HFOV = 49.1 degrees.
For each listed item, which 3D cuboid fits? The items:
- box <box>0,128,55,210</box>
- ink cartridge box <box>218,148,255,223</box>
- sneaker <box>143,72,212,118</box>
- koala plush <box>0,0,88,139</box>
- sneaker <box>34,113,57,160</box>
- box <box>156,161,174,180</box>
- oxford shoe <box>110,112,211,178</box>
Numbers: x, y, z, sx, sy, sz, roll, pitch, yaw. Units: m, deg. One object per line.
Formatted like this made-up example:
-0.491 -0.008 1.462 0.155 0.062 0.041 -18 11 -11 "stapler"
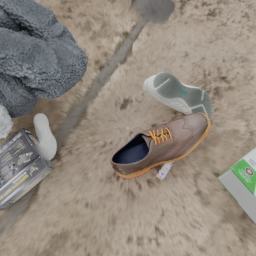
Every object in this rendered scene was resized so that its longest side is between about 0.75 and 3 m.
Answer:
-2.613 0.927 6.417 1.517 0.367 1.201 -41 71 1 "box"
3.130 1.049 6.235 1.759 0.730 1.289 -31 70 -24 "ink cartridge box"
1.268 -0.784 6.950 2.013 0.806 0.708 27 82 -26 "sneaker"
-2.423 -1.093 6.052 2.458 2.675 2.372 24 48 -20 "koala plush"
-2.069 0.214 6.918 0.436 0.513 1.160 -12 94 -26 "sneaker"
0.961 0.857 6.673 0.162 0.173 0.836 38 60 0 "box"
0.758 0.344 6.333 2.505 0.913 0.893 -31 66 0 "oxford shoe"
